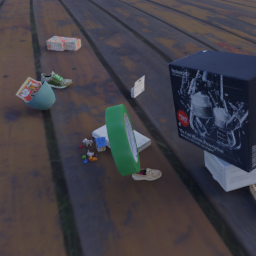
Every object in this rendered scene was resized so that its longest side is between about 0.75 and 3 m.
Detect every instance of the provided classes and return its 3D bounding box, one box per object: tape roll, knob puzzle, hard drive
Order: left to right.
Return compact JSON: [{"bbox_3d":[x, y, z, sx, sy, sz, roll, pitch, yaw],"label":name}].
[{"bbox_3d":[-3.750,-1.442,11.037,1.133,0.157,1.133,1,72,-4],"label":"knob puzzle"},{"bbox_3d":[-0.239,0.346,9.636,1.149,0.229,1.742,-30,44,-35],"label":"hard drive"},{"bbox_3d":[-0.118,0.321,7.653,0.462,1.920,1.920,-14,35,7],"label":"tape roll"}]

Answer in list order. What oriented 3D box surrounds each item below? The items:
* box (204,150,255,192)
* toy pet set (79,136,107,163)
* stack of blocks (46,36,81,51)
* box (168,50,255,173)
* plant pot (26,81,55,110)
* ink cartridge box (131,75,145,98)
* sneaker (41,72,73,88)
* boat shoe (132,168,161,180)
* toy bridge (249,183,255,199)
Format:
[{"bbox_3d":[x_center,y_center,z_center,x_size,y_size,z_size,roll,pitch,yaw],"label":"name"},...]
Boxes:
[{"bbox_3d":[3.045,0.924,7.964,1.333,0.871,1.326,-15,28,-5],"label":"box"},{"bbox_3d":[-1.119,0.590,9.072,0.844,0.480,0.904,-12,37,-16],"label":"toy pet set"},{"bbox_3d":[-3.903,-5.128,17.091,1.786,0.523,1.028,9,36,12],"label":"stack of blocks"},{"bbox_3d":[2.533,-0.605,7.443,1.388,2.428,2.667,-25,29,-22],"label":"box"},{"bbox_3d":[-3.349,-1.170,11.060,1.158,0.780,1.158,-37,28,24],"label":"plant pot"},{"bbox_3d":[0.431,-1.829,12.246,0.191,0.754,0.855,20,40,26],"label":"ink cartridge box"},{"bbox_3d":[-3.325,-2.243,12.882,1.556,0.689,0.598,0,35,0],"label":"sneaker"},{"bbox_3d":[0.551,1.324,8.157,0.860,0.297,0.317,-6,41,-3],"label":"boat shoe"},{"bbox_3d":[3.852,1.524,7.899,0.762,0.308,2.266,13,38,19],"label":"toy bridge"}]
